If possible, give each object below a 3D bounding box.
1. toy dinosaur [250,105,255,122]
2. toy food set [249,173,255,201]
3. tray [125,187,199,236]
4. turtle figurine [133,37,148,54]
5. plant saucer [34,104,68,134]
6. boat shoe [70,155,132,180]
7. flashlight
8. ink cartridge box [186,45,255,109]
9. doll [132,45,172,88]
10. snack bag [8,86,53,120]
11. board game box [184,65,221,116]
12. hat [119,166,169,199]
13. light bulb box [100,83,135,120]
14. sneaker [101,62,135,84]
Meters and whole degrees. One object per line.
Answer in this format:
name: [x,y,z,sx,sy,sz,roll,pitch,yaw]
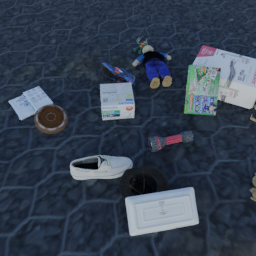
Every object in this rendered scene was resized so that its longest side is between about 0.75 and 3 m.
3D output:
toy dinosaur: [5.617,-0.477,11.245,1.193,0.687,2.360,20,52,15]
toy food set: [4.467,2.097,9.359,0.758,0.188,1.192,25,46,19]
tray: [1.062,2.538,8.500,2.179,0.242,1.170,-8,85,-6]
turtle figurine: [0.730,-4.347,14.712,0.744,0.501,0.994,21,66,33]
plant saucer: [-3.073,-0.413,11.212,1.339,0.215,1.339,5,64,-11]
boat shoe: [-0.920,1.265,9.701,2.170,0.713,0.781,-3,49,-3]
flashlight: [1.615,0.456,10.496,1.681,0.571,0.569,-12,46,-8]
ink cartridge box: [4.366,-2.320,12.464,2.942,1.218,2.156,20,52,16]
doll: [1.178,-3.108,13.503,1.944,0.690,2.849,-8,50,-4]
snack bag: [-4.233,-1.115,12.127,1.559,0.167,1.470,-29,56,-23]
board game box: [2.984,-1.492,11.230,1.294,1.924,0.280,4,6,-11]
hat: [0.501,1.995,9.130,1.596,0.644,1.596,-1,46,1]
light bulb box: [-0.457,-1.119,11.668,1.357,0.854,1.369,-4,50,-4]
sneaker: [-0.492,-2.489,13.054,1.939,0.730,0.761,36,50,16]
